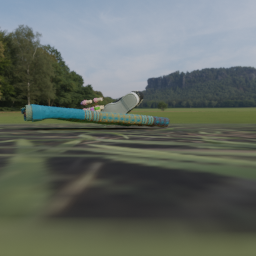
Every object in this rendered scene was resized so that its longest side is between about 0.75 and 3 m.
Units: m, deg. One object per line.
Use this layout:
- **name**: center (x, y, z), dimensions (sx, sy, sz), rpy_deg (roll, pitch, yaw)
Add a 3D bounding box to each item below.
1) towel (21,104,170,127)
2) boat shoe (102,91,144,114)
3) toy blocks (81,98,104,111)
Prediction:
- **towel**: center (-0.862, -0.210, 6.492), dimensions (2.997, 0.325, 2.198), rpy_deg (4, 0, -23)
- **boat shoe**: center (-0.195, -0.774, 10.282), dimensions (1.930, 0.730, 0.582), rpy_deg (-22, 6, 41)
- **toy blocks**: center (-1.331, -0.633, 10.144), dimensions (0.689, 0.818, 0.765), rpy_deg (-7, 8, 35)
